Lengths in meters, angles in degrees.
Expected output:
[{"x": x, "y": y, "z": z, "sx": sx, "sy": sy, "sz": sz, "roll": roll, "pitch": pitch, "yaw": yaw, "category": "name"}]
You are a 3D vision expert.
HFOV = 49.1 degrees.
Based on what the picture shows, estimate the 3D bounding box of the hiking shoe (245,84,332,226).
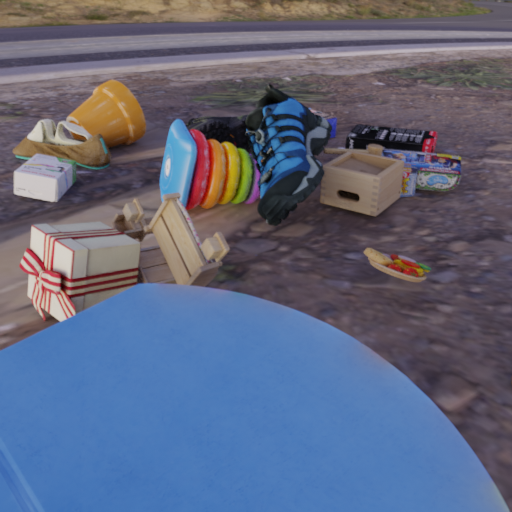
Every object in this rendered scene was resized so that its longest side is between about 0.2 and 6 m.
[{"x": 0.324, "y": -1.826, "z": 10.037, "sx": 1.550, "sy": 1.330, "sz": 3.576, "roll": 37, "pitch": 33, "yaw": -14, "category": "hiking shoe"}]

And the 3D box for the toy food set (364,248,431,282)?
[{"x": 1.946, "y": 0.122, "z": 7.724, "sx": 0.860, "sy": 0.209, "sz": 0.852, "roll": 27, "pitch": 16, "yaw": 35, "category": "toy food set"}]

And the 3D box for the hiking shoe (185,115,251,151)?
[{"x": -1.229, "y": -2.721, "z": 13.368, "sx": 1.512, "sy": 1.138, "sz": 3.004, "roll": 3, "pitch": 18, "yaw": 26, "category": "hiking shoe"}]

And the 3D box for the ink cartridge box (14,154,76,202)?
[{"x": -4.314, "y": -1.620, "z": 11.507, "sx": 0.868, "sy": 0.503, "sz": 1.198, "roll": 10, "pitch": 28, "yaw": -3, "category": "ink cartridge box"}]

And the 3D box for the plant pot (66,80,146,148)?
[{"x": -3.839, "y": -3.353, "z": 14.019, "sx": 1.598, "sy": 1.598, "sz": 1.463, "roll": 24, "pitch": 51, "yaw": 38, "category": "plant pot"}]

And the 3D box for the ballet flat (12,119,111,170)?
[{"x": -4.624, "y": -2.691, "z": 13.183, "sx": 2.690, "sy": 0.973, "sz": 0.912, "roll": 12, "pitch": 30, "yaw": 22, "category": "ballet flat"}]

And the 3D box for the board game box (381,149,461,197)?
[{"x": 3.345, "y": -1.684, "z": 11.734, "sx": 1.734, "sy": 0.535, "sz": 1.733, "roll": 9, "pitch": 30, "yaw": 16, "category": "board game box"}]

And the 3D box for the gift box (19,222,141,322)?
[{"x": -2.312, "y": 0.290, "z": 7.363, "sx": 1.175, "sy": 1.274, "sz": 1.189, "roll": 19, "pitch": 17, "yaw": 39, "category": "gift box"}]

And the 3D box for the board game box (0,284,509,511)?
[{"x": -1.073, "y": 2.323, "z": 3.659, "sx": 5.612, "sy": 1.093, "sz": 4.434, "roll": -28, "pitch": 43, "yaw": -33, "category": "board game box"}]

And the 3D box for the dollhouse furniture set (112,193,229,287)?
[{"x": -0.912, "y": -0.356, "z": 7.449, "sx": 0.984, "sy": 2.016, "sz": 1.719, "roll": -14, "pitch": 70, "yaw": -38, "category": "dollhouse furniture set"}]

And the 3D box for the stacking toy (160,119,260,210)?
[{"x": -0.388, "y": -1.559, "z": 10.839, "sx": 2.758, "sy": 1.514, "sz": 1.601, "roll": 3, "pitch": 31, "yaw": -23, "category": "stacking toy"}]

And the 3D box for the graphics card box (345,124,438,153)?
[{"x": 3.336, "y": -2.778, "z": 13.825, "sx": 2.072, "sy": 0.527, "sz": 1.300, "roll": 11, "pitch": 30, "yaw": 17, "category": "graphics card box"}]

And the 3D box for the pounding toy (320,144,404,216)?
[{"x": 2.036, "y": -1.582, "z": 11.168, "sx": 1.681, "sy": 0.875, "sz": 1.914, "roll": 18, "pitch": 33, "yaw": 30, "category": "pounding toy"}]

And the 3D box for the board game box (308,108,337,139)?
[{"x": 1.455, "y": -3.568, "z": 15.272, "sx": 0.945, "sy": 0.574, "sz": 1.186, "roll": -18, "pitch": 33, "yaw": -31, "category": "board game box"}]
